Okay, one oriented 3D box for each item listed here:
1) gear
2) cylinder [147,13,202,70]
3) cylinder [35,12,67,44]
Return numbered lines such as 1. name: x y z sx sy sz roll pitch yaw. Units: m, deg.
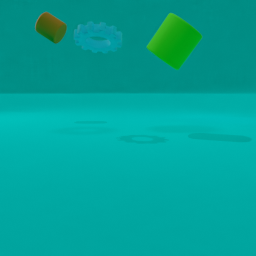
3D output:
1. gear: -0.707 -2.134 6.688 1.129 0.209 1.129 2 -10 0
2. cylinder: 1.135 -2.115 6.913 0.993 0.993 0.993 33 17 -12
3. cylinder: -2.768 -3.611 10.122 0.807 0.807 0.807 33 10 1
